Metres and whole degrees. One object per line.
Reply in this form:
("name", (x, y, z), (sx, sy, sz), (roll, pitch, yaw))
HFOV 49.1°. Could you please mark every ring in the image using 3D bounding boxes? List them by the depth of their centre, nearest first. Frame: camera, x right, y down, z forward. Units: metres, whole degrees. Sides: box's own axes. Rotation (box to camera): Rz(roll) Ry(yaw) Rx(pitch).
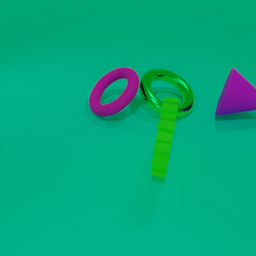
("ring", (-0.416, -1.043, 7.936), (1.670, 0.334, 1.670), (-22, 46, 25))
("ring", (1.140, -1.033, 8.123), (1.746, 0.349, 1.746), (11, 52, -15))

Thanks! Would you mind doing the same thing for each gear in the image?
("gear", (0.783, 0.192, 5.873), (0.305, 1.649, 1.649), (10, 38, 9))

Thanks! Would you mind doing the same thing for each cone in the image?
("cone", (3.262, -0.769, 7.545), (1.378, 1.373, 1.373), (19, 40, 11))
